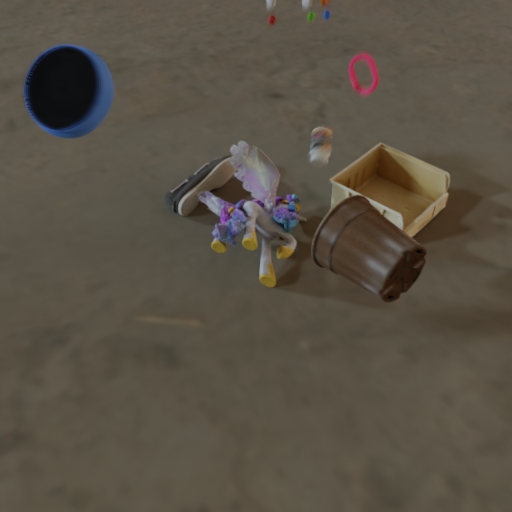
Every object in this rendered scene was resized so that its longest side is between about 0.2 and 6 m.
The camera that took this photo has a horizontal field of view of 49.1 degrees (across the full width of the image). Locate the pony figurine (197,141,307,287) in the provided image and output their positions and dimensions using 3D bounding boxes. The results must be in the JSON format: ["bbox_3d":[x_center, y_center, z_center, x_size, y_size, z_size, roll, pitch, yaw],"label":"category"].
[{"bbox_3d":[-0.049,-0.802,11.082,2.224,1.919,2.304,34,42,-11],"label":"pony figurine"}]

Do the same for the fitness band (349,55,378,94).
[{"bbox_3d":[2.277,-3.837,11.849,0.580,0.808,0.151,-15,7,41],"label":"fitness band"}]

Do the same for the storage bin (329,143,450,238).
[{"bbox_3d":[2.853,-1.329,11.980,1.878,0.886,1.892,32,52,29],"label":"storage bin"}]

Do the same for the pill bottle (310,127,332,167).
[{"bbox_3d":[1.326,-2.235,11.522,0.424,0.424,0.728,5,71,6],"label":"pill bottle"}]

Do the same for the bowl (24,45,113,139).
[{"bbox_3d":[-3.163,-2.758,9.352,1.554,1.554,0.305,13,2,13],"label":"bowl"}]

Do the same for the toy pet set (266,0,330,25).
[{"bbox_3d":[0.855,-5.655,11.688,1.367,0.726,1.276,-9,80,-7],"label":"toy pet set"}]

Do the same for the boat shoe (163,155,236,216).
[{"bbox_3d":[-1.224,-1.704,12.504,0.601,0.705,2.110,30,55,21],"label":"boat shoe"}]

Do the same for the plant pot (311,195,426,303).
[{"bbox_3d":[1.705,-0.043,8.240,1.279,1.279,1.266,-30,50,-27],"label":"plant pot"}]
